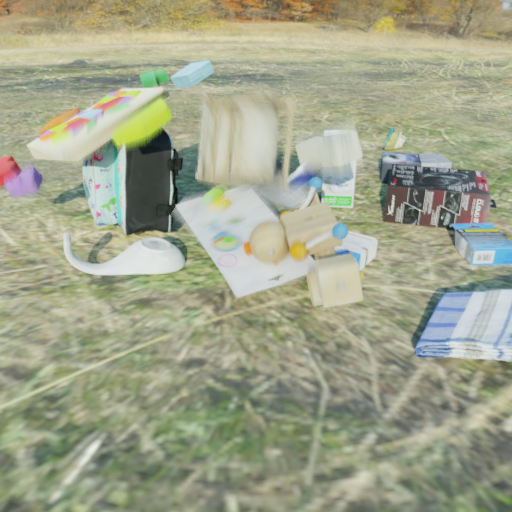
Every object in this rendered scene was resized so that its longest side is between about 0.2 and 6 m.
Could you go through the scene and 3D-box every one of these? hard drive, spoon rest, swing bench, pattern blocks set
[{"bbox_3d":[0.864,-1.561,11.638,0.148,1.168,0.770,49,5,17],"label":"hard drive"},{"bbox_3d":[-2.312,0.017,9.919,2.123,0.644,1.055,6,25,-20],"label":"spoon rest"},{"bbox_3d":[-0.186,-1.922,9.390,1.424,1.416,0.924,8,3,35],"label":"swing bench"},{"bbox_3d":[-2.910,-2.410,10.122,3.771,0.348,4.290,4,41,39],"label":"pattern blocks set"}]

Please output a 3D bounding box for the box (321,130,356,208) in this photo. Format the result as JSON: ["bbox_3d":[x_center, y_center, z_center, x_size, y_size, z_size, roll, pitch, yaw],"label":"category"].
[{"bbox_3d":[1.884,-2.059,13.042,0.772,1.409,1.597,3,26,6],"label":"box"}]

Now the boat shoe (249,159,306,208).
[{"bbox_3d":[0.185,-1.626,10.784,2.087,0.691,0.730,26,-15,-23],"label":"boat shoe"}]

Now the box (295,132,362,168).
[{"bbox_3d":[1.145,-1.684,8.969,0.489,0.407,1.190,-25,17,-21],"label":"box"}]

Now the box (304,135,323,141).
[{"bbox_3d":[1.869,-3.359,16.847,0.641,0.404,0.652,21,33,32],"label":"box"}]

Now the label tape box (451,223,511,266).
[{"bbox_3d":[4.221,-0.225,10.496,0.820,0.360,1.137,-1,26,-2],"label":"label tape box"}]

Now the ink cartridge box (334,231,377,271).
[{"bbox_3d":[1.673,-0.054,10.099,0.684,0.401,0.935,18,31,31],"label":"ink cartridge box"}]

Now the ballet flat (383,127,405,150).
[{"bbox_3d":[4.273,-3.558,17.162,0.576,0.576,1.630,8,28,16],"label":"ballet flat"}]

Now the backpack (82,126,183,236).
[{"bbox_3d":[-2.552,-1.678,11.412,1.881,2.218,2.499,-1,22,-13],"label":"backpack"}]

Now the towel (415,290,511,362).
[{"bbox_3d":[3.419,0.838,7.442,2.315,0.276,1.700,-7,23,38],"label":"towel"}]

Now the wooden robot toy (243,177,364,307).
[{"bbox_3d":[0.604,-0.028,8.922,1.548,1.503,3.411,-12,30,0],"label":"wooden robot toy"}]

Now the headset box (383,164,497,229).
[{"bbox_3d":[3.975,-1.282,12.066,2.262,0.874,1.683,8,27,13],"label":"headset box"}]

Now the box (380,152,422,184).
[{"bbox_3d":[3.696,-2.247,14.359,0.972,0.599,0.964,4,28,9],"label":"box"}]

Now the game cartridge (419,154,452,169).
[{"bbox_3d":[4.551,-2.589,15.470,1.418,0.272,0.919,-2,30,-4],"label":"game cartridge"}]

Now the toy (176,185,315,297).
[{"bbox_3d":[-0.230,-0.214,9.942,1.529,0.627,2.655,-18,49,-21],"label":"toy"}]
